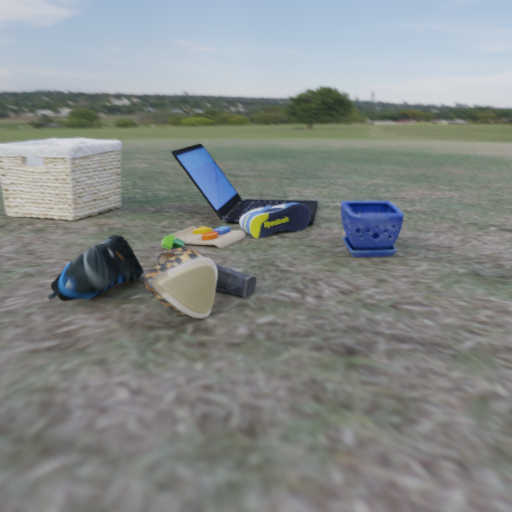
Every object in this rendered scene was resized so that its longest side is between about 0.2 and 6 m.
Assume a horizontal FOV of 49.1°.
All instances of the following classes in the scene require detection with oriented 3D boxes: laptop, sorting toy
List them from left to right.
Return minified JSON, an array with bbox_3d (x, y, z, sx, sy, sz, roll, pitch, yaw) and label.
[{"bbox_3d":[-1.176,-0.390,11.699,1.323,0.263,1.790,7,16,24],"label":"sorting toy"},{"bbox_3d":[-0.128,-1.964,14.693,3.431,1.772,3.041,2,16,8],"label":"laptop"}]

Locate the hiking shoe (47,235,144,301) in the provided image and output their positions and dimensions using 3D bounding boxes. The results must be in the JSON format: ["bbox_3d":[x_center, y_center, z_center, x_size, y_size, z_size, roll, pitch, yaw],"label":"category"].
[{"bbox_3d":[-2.407,0.192,8.542,0.906,0.777,2.090,-28,-1,6],"label":"hiking shoe"}]

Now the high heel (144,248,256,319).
[{"bbox_3d":[-1.261,0.253,7.906,1.715,0.859,2.405,15,4,27],"label":"high heel"}]

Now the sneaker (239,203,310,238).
[{"bbox_3d":[0.436,-0.858,12.710,1.825,0.675,0.751,-10,16,-35],"label":"sneaker"}]

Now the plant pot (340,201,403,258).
[{"bbox_3d":[2.171,-0.502,10.736,1.015,0.913,1.015,-2,22,-4],"label":"plant pot"}]

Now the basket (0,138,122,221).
[{"bbox_3d":[-5.116,-2.087,14.832,2.368,1.922,2.390,5,15,19],"label":"basket"}]
